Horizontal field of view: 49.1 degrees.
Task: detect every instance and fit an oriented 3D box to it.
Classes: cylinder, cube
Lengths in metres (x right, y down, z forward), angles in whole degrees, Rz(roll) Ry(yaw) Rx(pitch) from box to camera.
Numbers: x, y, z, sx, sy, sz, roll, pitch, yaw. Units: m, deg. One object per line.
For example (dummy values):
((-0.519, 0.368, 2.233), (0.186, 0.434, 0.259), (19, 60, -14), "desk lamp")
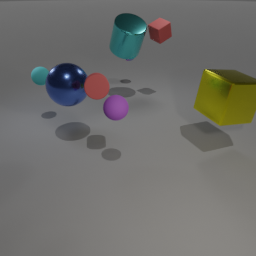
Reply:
((-0.898, -1.211, 8.029), (0.700, 0.700, 0.700), (-3, 15, -6), "cylinder")
((3.227, -1.023, 9.070), (1.400, 1.400, 1.400), (-5, 30, -26), "cube")
((-0.019, -3.972, 12.179), (1.400, 1.400, 1.400), (7, 55, -11), "cylinder")
((1.383, -4.200, 12.096), (0.700, 0.700, 0.700), (-36, 51, -16), "cube")

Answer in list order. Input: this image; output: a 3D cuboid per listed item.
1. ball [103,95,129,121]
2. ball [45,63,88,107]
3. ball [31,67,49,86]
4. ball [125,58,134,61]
((-0.331, -0.551, 7.650), (0.700, 0.700, 0.700), (0, 28, 0), "ball")
((-1.953, -1.397, 9.083), (1.400, 1.400, 1.400), (0, 28, 0), "ball")
((-3.297, -1.960, 10.594), (0.700, 0.700, 0.700), (0, 28, 0), "ball")
((0.063, -3.944, 14.973), (0.700, 0.700, 0.700), (0, 28, 0), "ball")
